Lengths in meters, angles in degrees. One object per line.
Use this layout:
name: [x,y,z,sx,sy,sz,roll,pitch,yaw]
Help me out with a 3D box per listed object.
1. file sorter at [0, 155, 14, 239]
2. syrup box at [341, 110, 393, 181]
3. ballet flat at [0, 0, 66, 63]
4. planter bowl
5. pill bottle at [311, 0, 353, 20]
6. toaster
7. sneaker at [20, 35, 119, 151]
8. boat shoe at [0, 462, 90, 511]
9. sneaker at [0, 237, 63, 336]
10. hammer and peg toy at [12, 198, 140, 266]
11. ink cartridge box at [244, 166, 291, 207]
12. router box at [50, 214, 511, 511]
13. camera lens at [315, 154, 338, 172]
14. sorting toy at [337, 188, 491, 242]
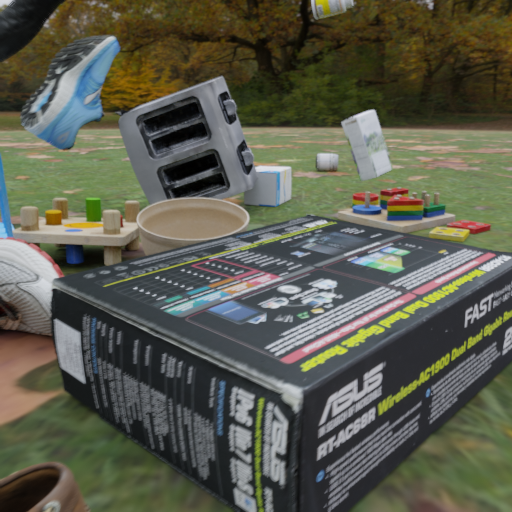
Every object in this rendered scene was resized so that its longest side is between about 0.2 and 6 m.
file sorter: [-4.774,-0.891,8.295,2.045,1.808,2.947,-10,14,-24]
syrup box: [1.830,-1.809,9.220,0.412,1.047,0.426,-25,10,-26]
ballet flat: [-3.210,-3.317,7.589,2.011,0.571,0.668,-45,5,1]
planter bowl: [-0.798,-0.081,7.268,1.405,0.946,1.405,1,27,0]
pill bottle: [1.333,-4.407,9.801,0.687,0.375,0.375,-8,13,16]
toaster: [-1.488,-2.285,11.904,2.650,2.396,1.573,-18,16,6]
sneaker: [-3.374,-3.127,10.697,1.015,2.590,1.165,14,-23,34]
boat shoe: [-1.666,1.463,2.351,0.734,0.735,1.988,15,21,42]
sneaker: [-3.039,0.484,5.773,2.764,1.076,1.136,6,37,19]
hammer and peg toy: [-2.275,-0.386,8.520,2.356,0.831,1.733,3,12,2]
ink cartridge box: [0.288,-1.675,13.349,0.827,0.813,1.124,6,17,21]
router box: [0.447,0.573,4.872,2.579,1.069,3.441,14,22,42]
camera lens: [2.404,-3.179,19.094,0.745,0.596,0.596,2,16,7]
sorting toy: [2.901,-0.959,11.244,1.689,0.593,3.504,-11,20,-35]
